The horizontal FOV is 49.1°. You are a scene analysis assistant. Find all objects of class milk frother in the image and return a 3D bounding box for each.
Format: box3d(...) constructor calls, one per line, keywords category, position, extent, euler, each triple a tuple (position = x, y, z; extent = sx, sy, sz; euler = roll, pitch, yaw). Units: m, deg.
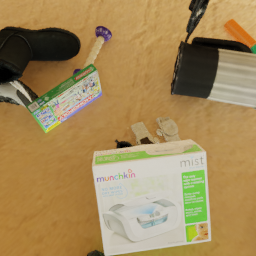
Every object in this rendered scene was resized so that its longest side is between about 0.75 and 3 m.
box3d(category="milk frother", position=(2.553, -2.004, 7.348), extent=(2.418, 2.571, 2.320), euler=(9, 69, 3))

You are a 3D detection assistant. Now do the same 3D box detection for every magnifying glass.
box3d(category="magnifying glass", position=(4.107, -2.297, 8.722), extent=(1.183, 0.333, 2.971), euler=(-32, 74, -12))

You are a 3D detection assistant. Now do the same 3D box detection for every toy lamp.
box3d(category="toy lamp", position=(-1.107, -2.062, 8.431), extent=(0.642, 0.642, 2.206), euler=(18, 71, 7))

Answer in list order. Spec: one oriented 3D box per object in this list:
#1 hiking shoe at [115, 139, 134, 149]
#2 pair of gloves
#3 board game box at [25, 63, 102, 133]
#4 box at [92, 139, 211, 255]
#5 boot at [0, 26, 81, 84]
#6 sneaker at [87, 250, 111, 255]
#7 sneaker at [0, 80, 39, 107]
box3d(category="hiking shoe", position=(0.280, 0.937, 7.063), extent=(1.675, 0.843, 0.634), euler=(38, 89, 17))
box3d(category="pair of gloves", position=(0.814, 0.195, 7.672), extent=(1.265, 0.222, 1.076), euler=(-13, 64, -11))
box3d(category="board game box", position=(-1.617, -0.759, 7.528), extent=(1.980, 1.332, 0.288), euler=(-37, 71, -13))
box3d(category="box", position=(0.506, 1.470, 6.294), extent=(2.355, 1.139, 2.078), euler=(-6, 102, -3))
box3d(category="boot", position=(-2.799, -2.009, 7.701), extent=(2.644, 0.978, 2.166), euler=(7, 39, 0))
box3d(category="sneaker", position=(-0.886, 3.623, 6.100), extent=(1.016, 0.701, 1.826), euler=(25, 66, 3))
box3d(category="sneaker", position=(-3.532, -1.044, 7.926), extent=(2.680, 0.991, 1.063), euler=(30, 81, 18))
